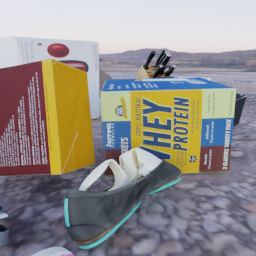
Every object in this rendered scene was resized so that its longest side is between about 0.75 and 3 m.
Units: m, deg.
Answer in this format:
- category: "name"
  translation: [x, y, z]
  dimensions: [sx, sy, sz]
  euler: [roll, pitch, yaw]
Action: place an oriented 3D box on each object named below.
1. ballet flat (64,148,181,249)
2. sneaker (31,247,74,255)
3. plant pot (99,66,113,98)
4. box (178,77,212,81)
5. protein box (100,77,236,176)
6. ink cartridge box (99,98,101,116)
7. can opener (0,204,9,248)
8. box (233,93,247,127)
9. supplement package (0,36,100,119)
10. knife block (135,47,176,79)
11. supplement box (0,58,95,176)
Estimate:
- category: "ballet flat"
  translation: [0.052, 0.732, 3.891]
  dimensions: [0.786, 0.791, 2.311]
  euler: [-24, -3, 36]
- category: "sneaker"
  translation: [-1.134, 1.331, 2.163]
  dimensions: [1.546, 0.629, 0.682]
  euler: [-13, 21, -42]
- category: "plant pot"
  translation: [-1.515, -2.056, 13.458]
  dimensions: [1.780, 2.041, 2.041]
  euler: [26, 24, 23]
- category: "box"
  translation: [2.679, -1.420, 11.681]
  dimensions: [1.499, 1.277, 2.345]
  euler: [5, 15, 16]
- category: "protein box"
  translation: [0.665, -0.198, 6.028]
  dimensions: [2.347, 1.583, 2.330]
  euler: [-2, 15, -2]
- category: "ink cartridge box"
  translation: [-0.809, -0.852, 10.983]
  dimensions: [0.916, 0.528, 1.255]
  euler: [-3, 14, -11]
- category: "can opener"
  translation: [-2.052, 1.074, 3.505]
  dimensions: [1.664, 0.553, 0.438]
  euler: [2, -5, 42]
- category: "box"
  translation: [2.099, -0.801, 8.999]
  dimensions: [2.677, 1.056, 1.889]
  euler: [21, 26, 33]
- category: "supplement package"
  translation: [-2.667, -1.598, 9.485]
  dimensions: [2.816, 2.693, 2.071]
  euler: [-11, 18, -38]
- category: "knife block"
  translation: [0.939, -2.274, 12.507]
  dimensions: [0.927, 2.543, 2.896]
  euler: [-6, 15, -26]
- category: "supplement box"
  translation: [-1.610, -0.103, 4.685]
  dimensions: [1.684, 1.661, 1.118]
  euler: [-6, -1, 18]
